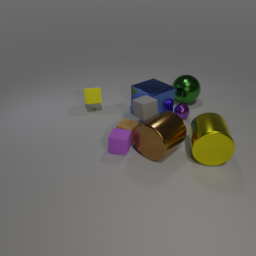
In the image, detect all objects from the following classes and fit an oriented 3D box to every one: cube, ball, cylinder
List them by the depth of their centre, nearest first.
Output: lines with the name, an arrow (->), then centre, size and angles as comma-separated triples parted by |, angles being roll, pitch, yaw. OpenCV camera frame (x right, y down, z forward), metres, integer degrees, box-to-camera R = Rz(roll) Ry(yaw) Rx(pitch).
cylinder -> 2.918, 0.369, 9.894 | 1.400, 1.400, 1.400 | 4, 31, 6
cylinder -> 1.167, 0.259, 10.117 | 1.400, 1.400, 1.400 | 24, 39, 34
cube -> -0.297, 0.500, 10.374 | 0.700, 0.700, 0.700 | 8, 32, 11
cube -> 0.671, -0.780, 10.870 | 0.700, 0.700, 0.700 | -21, 31, -29
cube -> -0.011, 0.131, 10.987 | 0.700, 0.700, 0.700 | 14, 34, 20
ball -> 2.394, -0.745, 12.454 | 0.700, 0.700, 0.700 | 0, 31, 0
cube -> 1.092, -1.231, 12.555 | 1.400, 1.400, 1.400 | -23, 38, -33
cube -> -1.635, -1.485, 12.927 | 0.700, 0.700, 0.700 | -7, 9, -15
ball -> 2.821, -1.891, 13.643 | 1.400, 1.400, 1.400 | 0, 31, 0
